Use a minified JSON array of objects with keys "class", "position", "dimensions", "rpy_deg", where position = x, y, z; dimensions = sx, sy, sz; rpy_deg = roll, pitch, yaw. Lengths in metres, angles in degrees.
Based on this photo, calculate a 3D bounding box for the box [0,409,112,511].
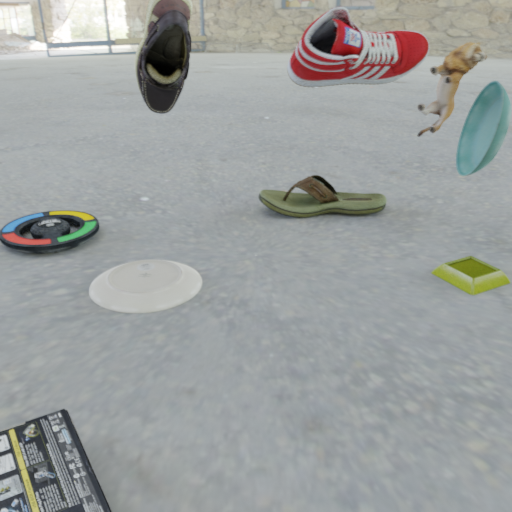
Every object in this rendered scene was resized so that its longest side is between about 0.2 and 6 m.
[{"class":"box","position":[-2.192,2.409,4.724],"dimensions":[1.848,0.563,2.292],"rpy_deg":[-13,28,-29]}]

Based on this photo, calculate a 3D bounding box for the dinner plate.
[{"class":"dinner plate","position":[-1.852,0.410,9.424],"dimensions":[1.880,0.228,1.880],"rpy_deg":[0,24,0]}]

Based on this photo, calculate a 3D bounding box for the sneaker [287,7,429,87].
[{"class":"sneaker","position":[2.074,-3.924,10.474],"dimensions":[2.842,1.012,1.598],"rpy_deg":[-12,-4,-5]}]

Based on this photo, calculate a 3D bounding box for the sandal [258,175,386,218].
[{"class":"sandal","position":[1.480,-1.417,12.572],"dimensions":[2.876,0.821,1.142],"rpy_deg":[-1,25,-3]}]

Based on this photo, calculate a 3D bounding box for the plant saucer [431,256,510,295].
[{"class":"plant saucer","position":[3.701,0.284,9.647],"dimensions":[0.955,0.229,0.953],"rpy_deg":[-13,28,-25]}]

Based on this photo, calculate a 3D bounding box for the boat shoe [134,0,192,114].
[{"class":"boat shoe","position":[-1.618,-3.330,9.714],"dimensions":[0.937,2.606,0.845],"rpy_deg":[7,60,-16]}]

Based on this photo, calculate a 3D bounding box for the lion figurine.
[{"class":"lion figurine","position":[2.835,-2.456,8.291],"dimensions":[0.498,1.373,0.841],"rpy_deg":[39,47,23]}]

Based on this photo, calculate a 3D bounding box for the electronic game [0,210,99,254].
[{"class":"electronic game","position":[-4.107,-0.527,11.181],"dimensions":[1.897,0.395,1.897],"rpy_deg":[0,25,0]}]

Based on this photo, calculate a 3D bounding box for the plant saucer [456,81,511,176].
[{"class":"plant saucer","position":[4.026,-2.189,9.843],"dimensions":[0.304,1.689,1.689],"rpy_deg":[15,25,-2]}]
